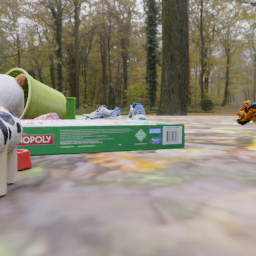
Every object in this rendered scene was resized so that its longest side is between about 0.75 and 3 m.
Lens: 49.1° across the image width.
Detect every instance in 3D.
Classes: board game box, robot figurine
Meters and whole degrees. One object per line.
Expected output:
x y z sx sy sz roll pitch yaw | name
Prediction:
-0.682 0.076 4.061 2.470 0.360 1.662 -1 5 -21 | board game box
3.669 -0.498 7.949 1.341 0.390 0.972 -6 -39 -21 | robot figurine

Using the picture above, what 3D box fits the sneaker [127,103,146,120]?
0.487 -0.808 14.565 0.913 1.010 2.370 0 2 -10 | sneaker

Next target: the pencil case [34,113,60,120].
-1.666 -0.085 5.614 0.336 0.351 0.812 -26 9 -38 | pencil case

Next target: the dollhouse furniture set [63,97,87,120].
-2.563 -0.723 12.184 1.410 1.089 2.821 0 3 -4 | dollhouse furniture set

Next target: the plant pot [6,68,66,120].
-3.087 -0.805 9.291 1.911 1.911 1.757 2 -7 37 | plant pot

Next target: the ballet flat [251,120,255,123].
6.477 -0.515 13.578 2.278 0.817 0.817 2 2 -21 | ballet flat

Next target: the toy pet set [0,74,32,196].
-1.694 -0.203 1.239 2.287 1.215 2.135 -1 3 -15 | toy pet set

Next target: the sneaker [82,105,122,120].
-1.284 -0.697 13.838 2.031 0.865 0.782 0 3 10 | sneaker
